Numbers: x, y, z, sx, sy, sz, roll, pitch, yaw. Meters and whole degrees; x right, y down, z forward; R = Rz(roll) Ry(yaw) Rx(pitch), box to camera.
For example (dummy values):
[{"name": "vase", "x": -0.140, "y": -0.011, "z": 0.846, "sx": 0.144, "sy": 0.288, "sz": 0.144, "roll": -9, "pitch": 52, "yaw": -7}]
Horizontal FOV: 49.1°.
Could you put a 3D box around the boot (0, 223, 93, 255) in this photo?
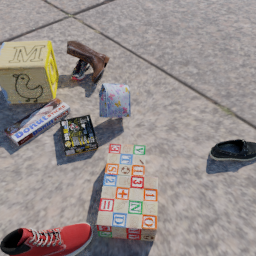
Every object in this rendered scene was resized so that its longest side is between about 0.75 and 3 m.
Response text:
[{"name": "boot", "x": -2.098, "y": 2.982, "z": 7.568, "sx": 2.302, "sy": 1.660, "sz": 0.833, "roll": -17, "pitch": 50, "yaw": -15}]

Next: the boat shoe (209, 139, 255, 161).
[{"name": "boat shoe", "x": 4.028, "y": 0.718, "z": 10.246, "sx": 1.991, "sy": 0.660, "sz": 0.744, "roll": -1, "pitch": 48, "yaw": -1}]

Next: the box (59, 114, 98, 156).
[{"name": "box", "x": -1.924, "y": 0.235, "z": 10.869, "sx": 1.272, "sy": 0.393, "sz": 1.592, "roll": -14, "pitch": 50, "yaw": -10}]

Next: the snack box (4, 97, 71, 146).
[{"name": "snack box", "x": -3.622, "y": -0.319, "z": 11.398, "sx": 0.930, "sy": 0.315, "sz": 2.587, "roll": 34, "pitch": 57, "yaw": 27}]

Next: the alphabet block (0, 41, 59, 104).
[{"name": "alphabet block", "x": -4.286, "y": -2.428, "z": 12.172, "sx": 2.070, "sy": 2.022, "sz": 2.033, "roll": -3, "pitch": 50, "yaw": -2}]

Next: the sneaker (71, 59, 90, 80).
[{"name": "sneaker", "x": -2.342, "y": -2.909, "z": 13.521, "sx": 0.650, "sy": 0.602, "sz": 1.613, "roll": 10, "pitch": 50, "yaw": 9}]

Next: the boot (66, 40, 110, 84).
[{"name": "boot", "x": -2.099, "y": -3.179, "z": 13.170, "sx": 2.122, "sy": 0.682, "sz": 1.978, "roll": 27, "pitch": 48, "yaw": -9}]

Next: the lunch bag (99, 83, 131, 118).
[{"name": "lunch bag", "x": -0.528, "y": -1.097, "z": 11.196, "sx": 1.144, "sy": 1.349, "sz": 0.858, "roll": -5, "pitch": 8, "yaw": -31}]

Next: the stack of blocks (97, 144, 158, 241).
[{"name": "stack of blocks", "x": 0.080, "y": 1.939, "z": 9.010, "sx": 1.708, "sy": 0.869, "sz": 2.967, "roll": 3, "pitch": 48, "yaw": 3}]
